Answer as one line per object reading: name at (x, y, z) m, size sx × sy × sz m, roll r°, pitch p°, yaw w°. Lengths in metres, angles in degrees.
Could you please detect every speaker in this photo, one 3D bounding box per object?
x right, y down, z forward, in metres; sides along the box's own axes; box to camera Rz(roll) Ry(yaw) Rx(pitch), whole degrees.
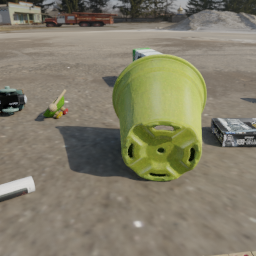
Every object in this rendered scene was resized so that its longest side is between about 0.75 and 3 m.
speaker at (-2.406, 1.286, 5.868) m, size 0.852 × 0.346 × 0.346 m, roll -13°, pitch 27°, yaw -29°

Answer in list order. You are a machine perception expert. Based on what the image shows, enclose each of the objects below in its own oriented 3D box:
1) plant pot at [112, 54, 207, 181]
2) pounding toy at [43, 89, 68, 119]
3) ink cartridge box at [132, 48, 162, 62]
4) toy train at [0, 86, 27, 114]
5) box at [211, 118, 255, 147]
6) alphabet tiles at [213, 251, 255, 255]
plant pot at (0.791, -0.126, 6.879) m, size 2.626 × 2.626 × 2.414 m, roll 1°, pitch 35°, yaw 3°
pounding toy at (-2.460, -0.688, 10.021) m, size 0.996 × 0.599 × 1.290 m, roll -53°, pitch 11°, yaw -26°
ink cartridge box at (0.990, -2.947, 13.915) m, size 0.974 × 1.719 × 2.345 m, roll -7°, pitch 24°, yaw -14°
toy train at (-5.014, -0.979, 10.410) m, size 2.461 × 1.049 × 1.403 m, roll -8°, pitch 12°, yaw -12°
box at (3.519, 0.105, 8.478) m, size 1.691 × 0.421 × 1.333 m, roll 0°, pitch 23°, yaw 1°
alphabet tiles at (1.340, 2.426, 3.566) m, size 2.316 × 0.087 × 1.936 m, roll -2°, pitch 24°, yaw -7°
